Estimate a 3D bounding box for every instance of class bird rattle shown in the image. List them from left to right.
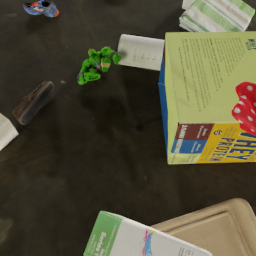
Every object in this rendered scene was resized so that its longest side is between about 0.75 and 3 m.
[{"bbox_3d":[3.143,-0.785,4.343,2.396,1.656,2.939,21,62,45],"label":"bird rattle"}]

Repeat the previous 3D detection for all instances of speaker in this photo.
[{"bbox_3d":[0.876,-2.331,8.894,2.389,0.970,0.970,10,58,7],"label":"speaker"}]

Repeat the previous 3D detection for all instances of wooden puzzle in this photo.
[{"bbox_3d":[1.477,3.087,5.433,2.948,0.549,2.727,-15,70,-9],"label":"wooden puzzle"}]

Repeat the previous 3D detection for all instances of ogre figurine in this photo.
[{"bbox_3d":[-0.963,-2.023,8.816,0.747,1.522,0.913,24,34,-35],"label":"ogre figurine"}]

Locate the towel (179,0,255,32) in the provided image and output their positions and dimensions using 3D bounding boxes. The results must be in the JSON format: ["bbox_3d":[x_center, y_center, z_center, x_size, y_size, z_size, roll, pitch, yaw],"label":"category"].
[{"bbox_3d":[3.247,-3.960,10.029,2.077,0.427,2.785,38,62,-1],"label":"towel"}]

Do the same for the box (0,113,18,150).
[{"bbox_3d":[-4.068,-0.205,7.639,1.938,0.754,0.920,31,62,19],"label":"box"}]

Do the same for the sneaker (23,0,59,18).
[{"bbox_3d":[-3.319,-4.626,10.629,1.380,0.541,0.520,8,57,5],"label":"sneaker"}]

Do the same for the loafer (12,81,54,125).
[{"bbox_3d":[-2.777,-0.842,8.159,0.560,0.576,1.578,26,61,15],"label":"loafer"}]

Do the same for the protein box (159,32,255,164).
[{"bbox_3d":[2.446,-0.783,7.279,2.919,1.970,2.898,-1,57,-1],"label":"protein box"}]

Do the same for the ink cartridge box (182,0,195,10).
[{"bbox_3d":[2.849,-5.073,10.897,0.975,0.563,1.336,28,60,15],"label":"ink cartridge box"}]

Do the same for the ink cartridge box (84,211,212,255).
[{"bbox_3d":[0.353,1.937,4.329,1.666,1.207,0.700,16,74,19],"label":"ink cartridge box"}]
